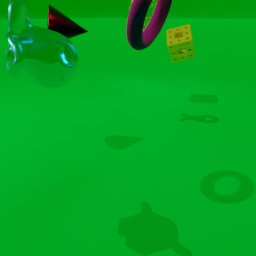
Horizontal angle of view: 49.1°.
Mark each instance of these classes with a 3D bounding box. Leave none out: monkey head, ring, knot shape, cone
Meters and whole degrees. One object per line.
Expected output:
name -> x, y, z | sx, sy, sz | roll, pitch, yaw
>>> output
monkey head -> -1.044, -1.010, 3.459 | 0.863, 1.030, 1.432 | -2, 13, -22
ring -> 0.366, -1.844, 4.442 | 0.252, 1.261, 1.261 | 29, 32, 14
knot shape -> 0.548, -3.295, 7.920 | 1.131, 1.208, 0.558 | 21, 40, -17
cone -> -1.401, -2.328, 6.571 | 0.936, 0.932, 0.932 | 2, 22, -18

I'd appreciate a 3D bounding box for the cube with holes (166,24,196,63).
cube with holes -> 1.962, -3.109, 10.371 | 0.869, 0.869, 0.869 | -10, 55, 17
